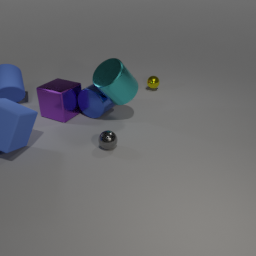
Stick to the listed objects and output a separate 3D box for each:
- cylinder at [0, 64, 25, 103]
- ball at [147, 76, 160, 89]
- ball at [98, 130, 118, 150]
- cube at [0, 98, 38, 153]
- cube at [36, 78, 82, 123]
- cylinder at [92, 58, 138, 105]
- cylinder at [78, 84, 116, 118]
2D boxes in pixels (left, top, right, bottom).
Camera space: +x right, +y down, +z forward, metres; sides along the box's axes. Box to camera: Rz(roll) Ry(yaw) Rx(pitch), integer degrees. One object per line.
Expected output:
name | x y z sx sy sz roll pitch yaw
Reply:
cylinder | -5.795 -2.118 13.542 1.400 1.400 1.400 -11 63 -18
ball | 1.371 -2.485 15.200 0.700 0.700 0.700 0 30 0
ball | -0.733 0.437 10.253 0.700 0.700 0.700 0 30 0
cube | -4.277 -0.134 9.809 1.400 1.400 1.400 23 9 4
cube | -3.008 -1.266 12.547 1.400 1.400 1.400 15 33 25
cylinder | -0.492 -1.854 11.360 1.400 1.400 1.400 -16 56 25
cylinder | -1.315 -1.341 12.668 1.400 1.400 1.400 15 33 25
